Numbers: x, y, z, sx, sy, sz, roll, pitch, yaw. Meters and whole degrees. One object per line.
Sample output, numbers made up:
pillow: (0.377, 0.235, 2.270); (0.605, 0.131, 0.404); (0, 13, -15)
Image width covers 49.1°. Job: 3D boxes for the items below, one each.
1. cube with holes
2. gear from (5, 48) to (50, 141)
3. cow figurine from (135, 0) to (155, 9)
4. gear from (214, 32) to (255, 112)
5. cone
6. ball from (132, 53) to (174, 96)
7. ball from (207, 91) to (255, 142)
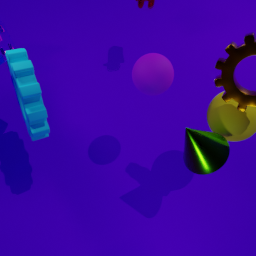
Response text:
cube with holes: (-3.479, -1.883, 6.106); (1.247, 1.247, 1.247); (-14, 29, 12)
gear: (-2.249, -0.729, 6.260); (0.369, 1.998, 1.998); (-18, 68, -22)
cow figurine: (0.550, -4.006, 7.999); (0.617, 1.106, 1.124); (-4, 48, -14)
gear: (2.324, -0.983, 5.083); (1.426, 1.426, 0.264); (29, 37, 11)
cone: (1.423, 0.273, 5.828); (1.052, 1.056, 1.052); (-23, 46, 25)
ball: (0.553, -1.190, 6.253); (0.933, 0.933, 0.933); (0, 68, 0)
ball: (2.425, -0.288, 6.422); (1.199, 1.199, 1.199); (0, 68, 0)
